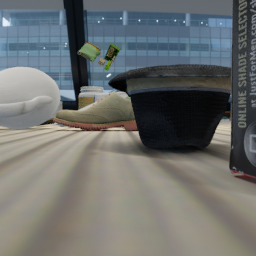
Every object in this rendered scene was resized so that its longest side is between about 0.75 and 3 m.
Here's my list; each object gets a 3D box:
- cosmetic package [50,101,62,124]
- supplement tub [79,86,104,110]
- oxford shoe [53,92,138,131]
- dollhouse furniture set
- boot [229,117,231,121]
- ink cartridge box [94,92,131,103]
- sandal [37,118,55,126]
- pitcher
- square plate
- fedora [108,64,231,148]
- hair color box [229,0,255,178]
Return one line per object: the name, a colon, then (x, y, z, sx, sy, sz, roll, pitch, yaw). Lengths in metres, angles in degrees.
cosmetic package: (-4.072, -0.723, 12.824, 0.807, 1.109, 2.181, 2, 4, 37)
supplement tub: (-1.474, -0.898, 11.531, 1.103, 1.525, 1.103, 0, 2, 0)
oxford shoe: (-0.529, -0.398, 6.670, 2.459, 0.908, 0.870, 0, 2, -3)
dollhouse furniture set: (-1.173, -3.106, 11.309, 1.421, 0.713, 0.931, 30, 42, -6)
boot: (4.434, -0.509, 8.213, 2.770, 1.045, 1.020, 0, 4, 30)
ink cartridge box: (0.422, -0.732, 11.059, 2.949, 1.251, 2.148, -5, 5, -44)
sandal: (-3.505, -0.336, 9.752, 1.997, 0.545, 0.816, 0, 2, 1)
pitcher: (-2.780, -0.678, 7.112, 2.348, 1.659, 2.737, 9, 16, 26)
square plate: (-1.096, -0.532, 9.112, 2.070, 0.294, 2.051, -34, 19, -36)
fedora: (0.520, -0.165, 2.922, 1.615, 0.738, 1.615, 0, 2, 0)
hair color box: (1.720, -0.312, 1.519, 2.274, 1.154, 0.696, -2, 3, -15)
